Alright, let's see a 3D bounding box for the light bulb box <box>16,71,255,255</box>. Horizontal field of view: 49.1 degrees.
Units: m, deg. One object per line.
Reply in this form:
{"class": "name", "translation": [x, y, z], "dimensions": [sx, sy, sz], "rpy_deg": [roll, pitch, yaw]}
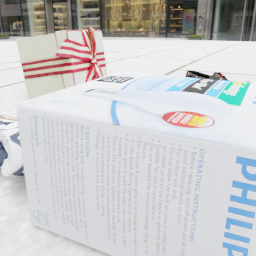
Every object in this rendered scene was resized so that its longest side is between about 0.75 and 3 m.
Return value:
{"class": "light bulb box", "translation": [0.550, 0.340, 4.199], "dimensions": [2.917, 1.820, 2.891], "rpy_deg": [10, 23, 24]}

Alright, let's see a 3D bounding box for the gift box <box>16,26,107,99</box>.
{"class": "gift box", "translation": [-2.207, -2.156, 10.080], "dimensions": [2.553, 2.523, 2.734], "rpy_deg": [0, 22, 25]}

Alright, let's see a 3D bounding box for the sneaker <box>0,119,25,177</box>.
{"class": "sneaker", "translation": [-1.838, 0.263, 5.557], "dimensions": [1.603, 0.983, 2.464], "rpy_deg": [-3, 3, -37]}

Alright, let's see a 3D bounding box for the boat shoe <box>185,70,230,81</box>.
{"class": "boat shoe", "translation": [3.552, -1.846, 11.404], "dimensions": [2.680, 0.840, 0.980], "rpy_deg": [16, 23, 33]}

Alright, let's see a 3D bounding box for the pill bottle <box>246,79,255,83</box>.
{"class": "pill bottle", "translation": [3.510, -1.005, 8.291], "dimensions": [0.455, 0.817, 0.455], "rpy_deg": [19, 24, -9]}
